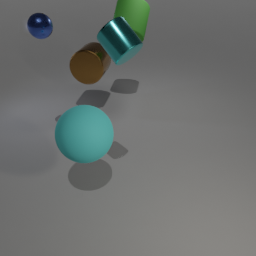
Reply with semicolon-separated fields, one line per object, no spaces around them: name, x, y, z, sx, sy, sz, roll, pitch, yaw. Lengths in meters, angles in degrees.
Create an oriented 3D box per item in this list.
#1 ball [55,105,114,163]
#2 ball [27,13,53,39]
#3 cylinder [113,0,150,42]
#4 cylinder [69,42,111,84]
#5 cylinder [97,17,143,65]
ball;-1.047;0.145;6.757;1.400;1.400;1.400;0;31;0
ball;-2.471;-2.866;7.881;0.700;0.700;0.700;0;31;0
cylinder;0.095;-4.386;11.489;1.400;1.400;1.400;11;-6;1
cylinder;-1.529;-2.695;11.595;1.400;1.400;1.400;5;30;8
cylinder;-0.166;-1.776;5.760;0.700;0.700;0.700;53;46;1
